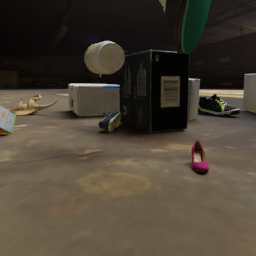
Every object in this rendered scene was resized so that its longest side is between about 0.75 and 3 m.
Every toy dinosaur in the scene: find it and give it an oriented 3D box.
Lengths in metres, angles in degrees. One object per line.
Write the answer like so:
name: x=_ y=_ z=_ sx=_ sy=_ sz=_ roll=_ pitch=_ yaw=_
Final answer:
toy dinosaur: x=-4.132 y=-0.857 z=11.938 sx=2.859 sy=0.832 sz=1.446 roll=-7 pitch=25 yaw=4

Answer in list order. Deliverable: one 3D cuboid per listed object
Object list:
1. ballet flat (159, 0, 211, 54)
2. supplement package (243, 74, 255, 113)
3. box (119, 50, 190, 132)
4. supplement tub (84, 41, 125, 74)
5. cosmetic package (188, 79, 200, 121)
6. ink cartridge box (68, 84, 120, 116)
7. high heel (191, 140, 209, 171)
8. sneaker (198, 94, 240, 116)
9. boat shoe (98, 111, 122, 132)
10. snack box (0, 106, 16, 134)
ballet flat: x=0.995 y=-2.618 z=4.570 sx=0.992 sy=2.714 sz=0.992 roll=5 pitch=38 yaw=-4
supplement package: x=6.187 y=-1.448 z=11.784 sx=1.724 sy=1.703 sz=2.843 roll=1 pitch=10 yaw=4
box: x=0.702 y=-1.135 z=8.519 sx=1.297 sy=2.173 sz=2.209 roll=-4 pitch=11 yaw=-25
supplement tub: x=-0.530 y=-1.555 z=6.246 sx=0.697 sy=0.697 sz=0.962 roll=-4 pitch=12 yaw=-24
cosmetic package: x=2.131 y=-1.035 z=10.064 sx=0.663 sy=1.470 sz=0.785 roll=7 pitch=12 yaw=36
ink cartridge box: x=-1.373 y=-1.317 z=12.329 sx=2.159 sy=1.266 sz=2.948 roll=-2 pitch=9 yaw=-19
high heel: x=1.158 y=0.454 z=4.568 sx=0.259 sy=0.369 sz=0.767 roll=0 pitch=10 yaw=0
sneaker: x=3.605 y=-0.960 z=11.500 sx=0.734 sy=0.848 sz=2.047 roll=-7 pitch=12 yaw=-35
boat shoe: x=-0.501 y=-0.207 z=8.232 sx=0.414 sy=0.501 sz=1.339 roll=13 pitch=21 yaw=10
snack box: x=-4.264 y=-0.367 z=6.954 sx=2.250 sy=0.596 sz=1.600 roll=2 pitch=-16 yaw=12
